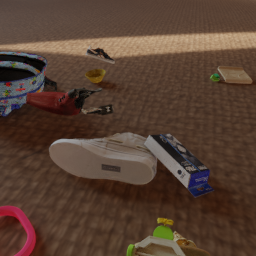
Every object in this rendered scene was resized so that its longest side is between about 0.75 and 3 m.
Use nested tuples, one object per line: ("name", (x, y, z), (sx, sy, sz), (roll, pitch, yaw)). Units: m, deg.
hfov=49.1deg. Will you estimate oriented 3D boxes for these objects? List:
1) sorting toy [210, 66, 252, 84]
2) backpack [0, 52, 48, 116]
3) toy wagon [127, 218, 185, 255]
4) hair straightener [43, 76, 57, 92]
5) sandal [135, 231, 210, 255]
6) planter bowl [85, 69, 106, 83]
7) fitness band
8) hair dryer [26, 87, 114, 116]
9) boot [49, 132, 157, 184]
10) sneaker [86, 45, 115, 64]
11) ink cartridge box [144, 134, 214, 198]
("sorting toy", (4.661, -2.453, 13.051), (1.843, 0.271, 1.362), (2, 39, -3))
("backpack", (-4.468, -1.717, 10.433), (2.967, 1.996, 2.709), (0, 34, 1))
("toy wagon", (0.590, 2.520, 5.183), (1.267, 0.323, 1.633), (5, 57, 19))
("hair straightener", (-3.869, -2.001, 12.369), (0.829, 0.441, 2.155), (-29, 48, -35))
("sandal", (0.895, 2.359, 5.774), (1.518, 0.557, 0.499), (0, 41, 8))
("planter bowl", (-1.452, -2.310, 12.710), (0.939, 0.391, 0.939), (-5, 34, 3))
("fitness band", (-2.673, 2.328, 6.099), (1.094, 0.285, 1.523), (-23, 41, -33))
("hair dryer", (-1.810, -0.922, 8.348), (2.623, 1.997, 0.712), (-3, 71, 13))
("boot", (-0.606, 0.689, 7.966), (2.932, 1.078, 1.401), (13, 30, 5))
("sneaker", (-0.735, -2.038, 7.748), (0.834, 0.331, 0.327), (18, 9, -5))
("ink cartridge box", (1.421, 0.904, 7.443), (1.004, 0.396, 2.019), (-2, 39, -47))
